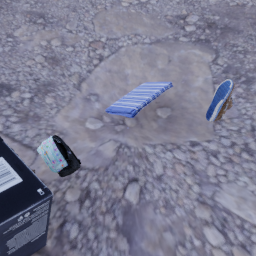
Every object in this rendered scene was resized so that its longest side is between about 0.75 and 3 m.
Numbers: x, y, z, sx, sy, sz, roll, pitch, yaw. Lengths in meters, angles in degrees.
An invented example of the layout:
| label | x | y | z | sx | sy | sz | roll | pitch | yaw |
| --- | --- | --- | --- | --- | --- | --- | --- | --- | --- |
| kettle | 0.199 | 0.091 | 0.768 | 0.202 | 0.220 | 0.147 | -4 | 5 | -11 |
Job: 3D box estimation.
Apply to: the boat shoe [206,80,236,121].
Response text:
| label | x | y | z | sx | sy | sz | roll | pitch | yaw |
| --- | --- | --- | --- | --- | --- | --- | --- | --- | --- |
| boat shoe | 2.616 | -0.739 | 7.684 | 0.478 | 1.322 | 0.477 | 6 | 43 | -17 |

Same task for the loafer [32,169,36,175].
| label | x | y | z | sx | sy | sz | roll | pitch | yaw |
| --- | --- | --- | --- | --- | --- | --- | --- | --- | --- |
| loafer | -2.111 | 1.388 | 6.516 | 0.345 | 0.354 | 0.971 | -26 | 100 | -21 |

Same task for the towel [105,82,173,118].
| label | x | y | z | sx | sy | sz | roll | pitch | yaw |
| --- | --- | --- | --- | --- | --- | --- | --- | --- | --- |
| towel | 0.314 | -0.840 | 7.967 | 1.744 | 0.208 | 1.263 | -37 | 29 | -28 |

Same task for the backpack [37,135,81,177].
| label | x | y | z | sx | sy | sz | roll | pitch | yaw |
| --- | --- | --- | --- | --- | --- | --- | --- | --- | --- |
| backpack | -1.642 | 0.662 | 6.638 | 0.636 | 0.839 | 1.005 | -37 | 83 | -3 |

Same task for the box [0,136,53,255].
| label | x | y | z | sx | sy | sz | roll | pitch | yaw |
| --- | --- | --- | --- | --- | --- | --- | --- | --- | --- |
| box | -2.522 | 1.518 | 5.544 | 1.838 | 1.869 | 1.097 | 38 | 43 | 24 |
